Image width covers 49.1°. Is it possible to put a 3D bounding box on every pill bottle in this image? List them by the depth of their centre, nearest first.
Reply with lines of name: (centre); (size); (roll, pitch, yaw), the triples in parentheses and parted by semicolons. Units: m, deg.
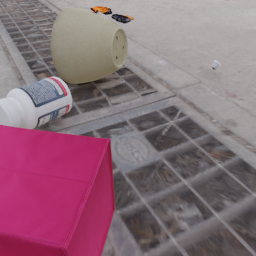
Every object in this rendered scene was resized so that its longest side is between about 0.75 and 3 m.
pill bottle: (-2.362, -0.558, 6.939); (1.048, 1.048, 1.752); (25, 36, 29)

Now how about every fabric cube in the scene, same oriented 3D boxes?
fabric cube: (-1.336, 1.283, 4.214); (1.873, 1.843, 1.879); (8, 38, 9)

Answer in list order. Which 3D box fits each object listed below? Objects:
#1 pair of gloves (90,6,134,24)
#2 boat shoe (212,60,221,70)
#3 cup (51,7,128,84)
pair of gloves: (-0.485, -3.499, 8.639); (1.194, 0.148, 1.064); (27, 32, 10)
boat shoe: (3.009, -2.132, 9.610); (0.295, 0.281, 0.819); (41, 18, 0)
cup: (-0.984, -2.481, 8.682); (1.670, 2.335, 2.335); (9, 37, 21)
